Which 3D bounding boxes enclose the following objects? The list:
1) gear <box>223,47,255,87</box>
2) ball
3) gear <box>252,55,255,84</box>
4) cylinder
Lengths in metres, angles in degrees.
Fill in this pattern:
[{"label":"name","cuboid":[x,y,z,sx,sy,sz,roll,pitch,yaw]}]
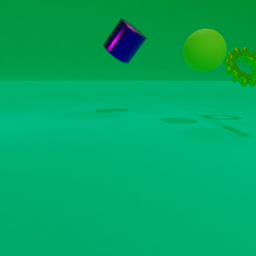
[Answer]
[{"label":"gear","cuboid":[3.704,-1.935,8.894,1.352,1.352,0.250,-3,-22,-14]},{"label":"ball","cuboid":[2.127,-2.151,7.816,1.161,1.161,1.161,0,10,0]},{"label":"gear","cuboid":[3.253,-1.530,6.307,0.225,1.219,1.219,12,9,-7]},{"label":"cylinder","cuboid":[-0.113,-3.154,10.227,1.164,1.164,1.164,32,24,-16]}]
